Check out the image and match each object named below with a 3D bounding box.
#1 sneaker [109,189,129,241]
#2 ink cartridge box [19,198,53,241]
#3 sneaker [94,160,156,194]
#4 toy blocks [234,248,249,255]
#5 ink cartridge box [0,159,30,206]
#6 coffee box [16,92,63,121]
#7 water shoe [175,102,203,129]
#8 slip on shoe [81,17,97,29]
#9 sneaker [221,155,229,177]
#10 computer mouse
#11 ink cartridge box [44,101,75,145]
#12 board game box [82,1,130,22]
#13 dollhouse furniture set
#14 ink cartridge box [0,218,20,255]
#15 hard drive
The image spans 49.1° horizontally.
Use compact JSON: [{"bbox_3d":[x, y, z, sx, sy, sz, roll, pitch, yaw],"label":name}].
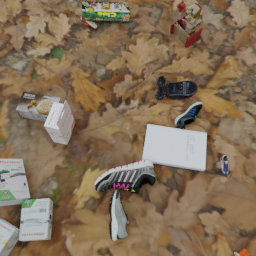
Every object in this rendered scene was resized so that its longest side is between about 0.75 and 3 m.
[{"bbox_3d":[-0.301,2.871,9.370,0.652,0.608,1.645,1,70,-10],"label":"sneaker"},{"bbox_3d":[-3.019,3.040,9.263,0.936,0.531,1.277,-2,64,-1],"label":"ink cartridge box"},{"bbox_3d":[-0.030,1.864,9.658,2.265,0.836,0.991,-16,59,-13],"label":"sneaker"},{"bbox_3d":[3.756,4.229,8.768,1.098,0.399,0.915,-27,68,-13],"label":"toy blocks"},{"bbox_3d":[-4.080,1.816,9.506,1.100,0.635,1.505,7,54,-48],"label":"ink cartridge box"},{"bbox_3d":[-3.461,-0.809,11.073,1.546,0.616,0.884,11,65,5],"label":"coffee box"},{"bbox_3d":[2.480,-0.440,10.909,1.407,0.503,0.555,-38,49,-10],"label":"water shoe"},{"bbox_3d":[-1.863,-4.928,13.250,0.972,0.297,0.360,34,36,17],"label":"slip on shoe"},{"bbox_3d":[3.530,1.357,10.194,0.276,0.322,0.785,0,64,0],"label":"sneaker"},{"bbox_3d":[2.028,-1.584,11.598,1.688,0.445,1.169,4,64,14],"label":"computer mouse"},{"bbox_3d":[-2.472,-0.220,10.158,0.593,1.757,1.024,12,64,5],"label":"ink cartridge box"},{"bbox_3d":[-1.062,-5.584,13.406,2.273,0.267,1.191,-2,61,-8],"label":"board game box"},{"bbox_3d":[2.610,-4.681,12.090,0.895,2.201,1.185,-36,71,-12],"label":"dollhouse furniture set"},{"bbox_3d":[-4.084,3.555,8.842,0.843,0.840,1.161,27,67,12],"label":"ink cartridge box"},{"bbox_3d":[1.756,0.716,10.510,2.278,0.289,1.503,9,64,4],"label":"hard drive"}]
